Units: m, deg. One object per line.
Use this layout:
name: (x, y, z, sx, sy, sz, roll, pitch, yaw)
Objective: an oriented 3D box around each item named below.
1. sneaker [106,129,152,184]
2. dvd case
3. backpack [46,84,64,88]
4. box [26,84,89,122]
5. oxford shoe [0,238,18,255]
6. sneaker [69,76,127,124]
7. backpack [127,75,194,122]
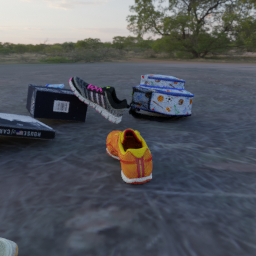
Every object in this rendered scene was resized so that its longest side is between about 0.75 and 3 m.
sneaker: (0.045, 0.403, 6.715, 0.929, 0.982, 2.546, -6, 16, -16)
dvd case: (-3.684, -0.138, 8.520, 2.101, 0.346, 2.795, 7, 6, -35)
backpack: (-3.737, -1.483, 13.072, 1.537, 1.034, 1.403, -1, 17, -1)
box: (-2.722, -0.968, 10.710, 1.965, 1.023, 1.789, 4, 13, -28)
oxford shoe: (-1.988, 1.617, 3.686, 1.269, 0.477, 0.366, -2, -27, 19)
sneaker: (-0.939, -1.172, 9.652, 2.253, 0.986, 0.831, 38, 23, -6)
backpack: (1.463, -1.189, 11.035, 2.208, 1.786, 2.318, 23, 23, 31)
